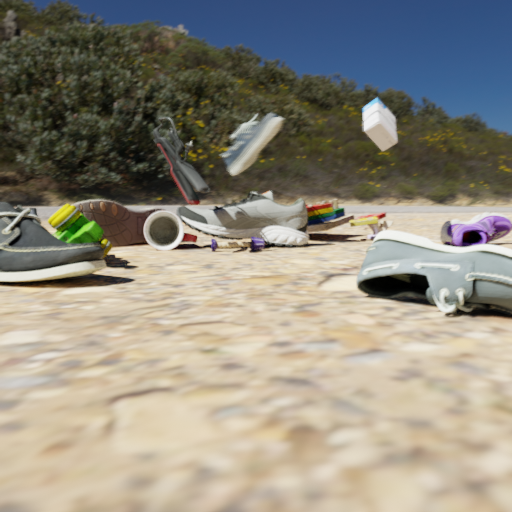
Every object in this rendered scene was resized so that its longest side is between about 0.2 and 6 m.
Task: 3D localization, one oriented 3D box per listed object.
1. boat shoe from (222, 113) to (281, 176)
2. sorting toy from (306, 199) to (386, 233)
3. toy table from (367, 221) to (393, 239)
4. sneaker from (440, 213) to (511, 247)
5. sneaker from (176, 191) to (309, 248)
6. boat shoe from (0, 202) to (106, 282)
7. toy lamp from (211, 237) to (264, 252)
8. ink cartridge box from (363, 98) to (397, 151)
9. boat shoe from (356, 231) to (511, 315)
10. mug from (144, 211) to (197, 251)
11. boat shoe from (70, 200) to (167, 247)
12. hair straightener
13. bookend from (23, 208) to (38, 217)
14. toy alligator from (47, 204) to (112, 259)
[{"bbox_3d":[-0.169,-2.829,13.724,0.896,0.740,2.393,-36,-2,-29],"label":"boat shoe"},{"bbox_3d":[1.573,-1.114,15.931,4.267,0.722,2.057,-5,8,33],"label":"sorting toy"},{"bbox_3d":[3.445,-0.740,15.702,0.777,0.495,0.845,3,6,21],"label":"toy table"},{"bbox_3d":[5.385,-0.487,13.431,1.987,0.801,0.829,-12,26,-20],"label":"sneaker"},{"bbox_3d":[-0.292,-0.945,13.164,3.163,1.254,1.169,5,5,-10],"label":"sneaker"},{"bbox_3d":[-3.748,-0.213,8.393,3.480,1.177,1.250,5,7,27],"label":"boat shoe"},{"bbox_3d":[-0.401,-0.245,12.188,1.150,0.335,0.335,-1,7,-5],"label":"toy lamp"},{"bbox_3d":[2.653,-2.811,11.999,0.401,0.952,0.688,-32,-57,34],"label":"ink cartridge box"},{"bbox_3d":[2.163,0.364,6.121,2.531,0.922,0.782,18,62,49],"label":"boat shoe"},{"bbox_3d":[-2.048,-0.484,12.990,1.163,0.874,1.310,43,-6,-10],"label":"mug"},{"bbox_3d":[-3.426,-0.735,13.638,1.064,1.122,2.962,1,-3,44],"label":"boat shoe"},{"bbox_3d":[-1.505,-2.086,11.476,0.432,2.113,0.813,-1,-34,-50],"label":"hair straightener"},{"bbox_3d":[-4.982,-0.379,10.717,1.588,0.732,1.578,-5,18,-22],"label":"bookend"},{"bbox_3d":[-3.536,-0.310,10.520,0.929,1.015,3.424,-45,22,-14],"label":"toy alligator"}]
